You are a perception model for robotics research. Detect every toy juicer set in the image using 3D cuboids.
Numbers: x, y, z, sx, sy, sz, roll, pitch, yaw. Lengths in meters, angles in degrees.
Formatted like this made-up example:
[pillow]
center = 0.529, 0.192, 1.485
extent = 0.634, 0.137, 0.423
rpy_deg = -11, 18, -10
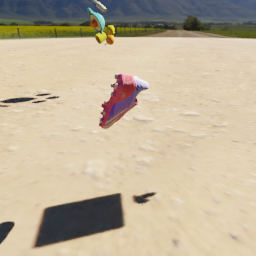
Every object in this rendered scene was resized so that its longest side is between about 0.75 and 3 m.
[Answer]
[toy juicer set]
center = -0.979, -3.598, 9.645
extent = 0.483, 1.775, 1.129
rpy_deg = -37, 49, -17

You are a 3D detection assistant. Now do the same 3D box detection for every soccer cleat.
[soccer cleat]
center = -0.095, -0.270, 3.473
extent = 0.402, 1.052, 0.351
rpy_deg = 12, 56, -13
